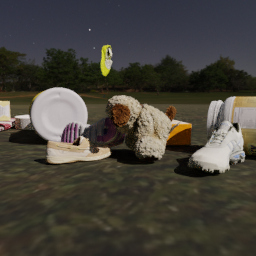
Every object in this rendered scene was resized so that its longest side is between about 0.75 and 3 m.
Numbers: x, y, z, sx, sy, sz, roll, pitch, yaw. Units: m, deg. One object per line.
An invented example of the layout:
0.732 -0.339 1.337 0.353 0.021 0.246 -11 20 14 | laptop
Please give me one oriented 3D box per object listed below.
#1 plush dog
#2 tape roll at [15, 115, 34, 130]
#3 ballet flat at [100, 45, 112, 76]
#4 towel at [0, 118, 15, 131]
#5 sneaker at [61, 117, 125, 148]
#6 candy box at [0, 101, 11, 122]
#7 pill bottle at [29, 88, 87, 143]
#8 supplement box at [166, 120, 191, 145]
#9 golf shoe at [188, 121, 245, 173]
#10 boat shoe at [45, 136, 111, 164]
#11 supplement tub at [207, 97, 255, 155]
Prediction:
0.158 -0.174 5.402 1.278 1.194 1.488 31 1 -13 | plush dog
-3.190 -0.263 11.155 2.523 0.461 2.523 -1 6 0 | tape roll
-0.719 -2.334 9.571 0.383 1.144 0.382 -12 -22 30 | ballet flat
-5.414 -0.129 10.807 2.009 0.317 2.789 1 8 -6 | towel
-0.764 0.211 6.293 1.683 0.677 0.744 -6 -18 32 | sneaker
-5.502 -0.524 9.249 2.667 0.738 1.540 -3 2 -42 | candy box
-2.127 -0.417 8.125 1.433 1.433 2.575 -2 7 -21 | pill bottle
0.953 0.095 7.429 0.948 0.553 1.504 -1 6 -10 | supplement box
1.497 0.279 4.726 0.643 0.799 1.643 7 11 36 | golf shoe
-0.893 0.378 5.272 1.312 0.454 0.484 -3 6 -36 | boat shoe
2.556 -0.042 5.707 1.668 1.205 1.205 3 7 29 | supplement tub
